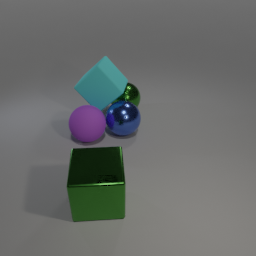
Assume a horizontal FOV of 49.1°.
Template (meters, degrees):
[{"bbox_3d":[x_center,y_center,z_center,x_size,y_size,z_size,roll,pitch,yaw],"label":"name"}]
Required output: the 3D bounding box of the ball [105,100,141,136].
[{"bbox_3d":[-0.191,-0.387,11.042,1.400,1.400,1.400,0,29,0],"label":"ball"}]

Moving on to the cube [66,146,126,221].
[{"bbox_3d":[-0.811,1.480,7.534,1.400,1.400,1.400,-2,37,-4],"label":"cube"}]

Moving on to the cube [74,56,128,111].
[{"bbox_3d":[-1.040,-1.764,11.247,1.400,1.400,1.400,-36,18,25],"label":"cube"}]

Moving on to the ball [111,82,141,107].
[{"bbox_3d":[-0.125,-1.385,12.779,1.400,1.400,1.400,0,29,0],"label":"ball"}]

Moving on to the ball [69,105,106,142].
[{"bbox_3d":[-1.538,-0.169,10.610,1.400,1.400,1.400,0,29,0],"label":"ball"}]
